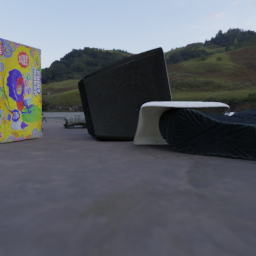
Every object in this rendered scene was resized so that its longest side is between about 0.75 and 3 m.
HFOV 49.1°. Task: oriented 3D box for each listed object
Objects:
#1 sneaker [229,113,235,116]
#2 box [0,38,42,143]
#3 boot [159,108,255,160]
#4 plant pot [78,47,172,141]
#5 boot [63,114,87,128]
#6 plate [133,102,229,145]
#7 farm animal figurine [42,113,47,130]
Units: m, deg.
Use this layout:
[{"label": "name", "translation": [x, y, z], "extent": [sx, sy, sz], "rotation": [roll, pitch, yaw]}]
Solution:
[{"label": "sneaker", "translation": [3.225, -0.069, 7.947], "extent": [0.869, 0.638, 1.921], "rotation": [5, 10, 26]}, {"label": "box", "translation": [-3.517, -0.896, 7.126], "extent": [2.243, 2.328, 1.420], "rotation": [2, 4, 21]}, {"label": "boot", "translation": [1.779, 0.022, 5.183], "extent": [1.979, 0.756, 1.663], "rotation": [11, 13, 32]}, {"label": "plant pot", "translation": [-0.184, -0.700, 7.353], "extent": [1.943, 2.185, 2.190], "rotation": [-12, 7, -13]}, {"label": "boot", "translation": [-1.936, -0.375, 11.560], "extent": [1.395, 0.723, 2.136], "rotation": [-4, 4, -7]}, {"label": "plate", "translation": [0.926, -0.100, 5.443], "extent": [1.548, 0.251, 1.551], "rotation": [-1, -28, -5]}, {"label": "farm animal figurine", "translation": [-3.820, -0.403, 9.930], "extent": [1.527, 0.951, 1.890], "rotation": [-2, 5, -30]}]
